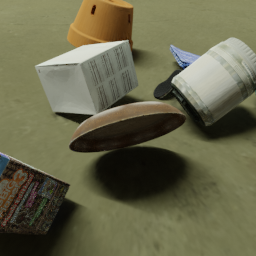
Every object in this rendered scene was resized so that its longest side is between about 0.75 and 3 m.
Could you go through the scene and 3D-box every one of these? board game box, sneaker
[{"bbox_3d":[-2.373,0.938,4.815,1.758,2.206,1.068,18,74,22],"label":"board game box"},{"bbox_3d":[1.440,-1.369,9.342,1.321,0.547,0.474,-41,56,-3],"label":"sneaker"}]

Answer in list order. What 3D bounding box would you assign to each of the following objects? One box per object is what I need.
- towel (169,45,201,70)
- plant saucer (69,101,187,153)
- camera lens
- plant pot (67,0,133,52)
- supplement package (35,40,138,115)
[{"bbox_3d":[2.532,-2.423,10.288,1.754,0.289,2.423,15,30,-13],"label":"towel"},{"bbox_3d":[-0.033,-0.004,6.113,2.585,2.585,0.415,-11,76,-13],"label":"plant saucer"},{"bbox_3d":[2.373,-1.199,7.655,2.079,1.663,1.663,-38,42,7],"label":"camera lens"},{"bbox_3d":[-0.909,-4.160,11.193,2.695,1.886,2.695,15,30,-8],"label":"plant pot"},{"bbox_3d":[-1.145,-1.517,8.295,1.949,1.499,2.038,7,33,38],"label":"supplement package"}]
